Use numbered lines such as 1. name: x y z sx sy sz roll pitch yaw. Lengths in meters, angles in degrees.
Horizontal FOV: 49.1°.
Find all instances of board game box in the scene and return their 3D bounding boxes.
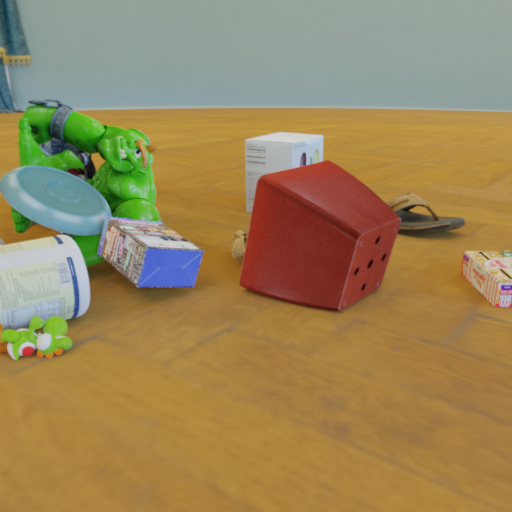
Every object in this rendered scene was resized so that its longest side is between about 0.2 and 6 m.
1. board game box: 4.599 0.340 9.150 1.975 0.457 1.496 0 19 0
2. board game box: -1.726 -0.063 9.076 1.096 0.666 1.374 3 20 -43

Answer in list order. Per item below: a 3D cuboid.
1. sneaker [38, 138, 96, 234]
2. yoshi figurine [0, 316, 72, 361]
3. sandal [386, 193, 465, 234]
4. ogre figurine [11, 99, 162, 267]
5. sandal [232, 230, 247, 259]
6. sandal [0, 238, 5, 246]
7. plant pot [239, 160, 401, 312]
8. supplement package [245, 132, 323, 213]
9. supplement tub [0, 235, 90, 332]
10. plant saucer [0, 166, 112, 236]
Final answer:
1. sneaker: -4.563 -1.744 12.720 3.566 2.029 1.346 18 28 41
2. yoshi figurine: -2.851 0.996 7.211 0.973 0.545 0.547 2 12 -3
3. sandal: 3.249 -1.076 12.707 1.208 0.807 2.956 -14 24 -36
4. ogre figurine: -3.175 -1.376 10.657 2.570 2.103 4.287 -3 32 -18
5. sandal: -0.232 -0.109 10.410 0.502 0.560 1.526 -29 20 -12
6. sandal: -5.049 -0.102 9.677 1.269 0.949 3.311 -7 20 -19
7. plant pot: 1.120 -0.217 8.896 1.713 1.942 1.944 29 32 31
8. supplement package: 0.726 -2.062 14.013 1.335 1.815 1.735 11 22 30
9. supplement tub: -3.303 0.430 7.728 1.691 1.226 1.226 -13 23 -32
10. plant saucer: -3.253 -0.991 9.306 1.870 0.256 1.870 26 24 -12
